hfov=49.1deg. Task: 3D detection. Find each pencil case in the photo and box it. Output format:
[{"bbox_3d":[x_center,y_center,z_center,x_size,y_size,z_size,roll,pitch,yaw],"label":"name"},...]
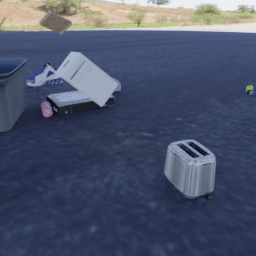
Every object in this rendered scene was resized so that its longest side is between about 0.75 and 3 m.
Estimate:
[{"bbox_3d":[-2.843,-0.670,9.803,0.367,0.367,0.840,-8,24,-17],"label":"pencil case"}]

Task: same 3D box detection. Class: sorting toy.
[{"bbox_3d":[-2.996,-4.378,11.613,1.054,0.192,0.976,17,-28,-40],"label":"sorting toy"}]

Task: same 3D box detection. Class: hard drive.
[{"bbox_3d":[-1.800,-1.056,10.624,2.199,0.416,1.536,-12,27,-28],"label":"hard drive"}]

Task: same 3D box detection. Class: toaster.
[{"bbox_3d":[1.284,0.816,5.753,0.758,0.862,1.334,-9,25,-18],"label":"toaster"}]

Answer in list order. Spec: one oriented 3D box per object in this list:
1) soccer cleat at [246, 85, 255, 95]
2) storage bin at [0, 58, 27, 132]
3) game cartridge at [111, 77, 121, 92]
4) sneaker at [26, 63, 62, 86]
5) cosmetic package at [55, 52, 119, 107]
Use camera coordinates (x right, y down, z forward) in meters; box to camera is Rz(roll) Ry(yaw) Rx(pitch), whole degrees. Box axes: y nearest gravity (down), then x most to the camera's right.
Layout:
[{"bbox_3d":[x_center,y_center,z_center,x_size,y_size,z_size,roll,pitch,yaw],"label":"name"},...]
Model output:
[{"bbox_3d":[5.266,-1.651,12.138,0.377,0.291,0.900,-3,23,6],"label":"soccer cleat"},{"bbox_3d":[-4.299,-1.075,8.881,1.982,1.829,2.723,-2,23,-6],"label":"storage bin"},{"bbox_3d":[-1.024,-2.006,12.904,1.217,0.374,1.829,-11,26,-16],"label":"game cartridge"},{"bbox_3d":[-4.037,-2.591,13.404,1.720,0.993,0.695,-14,26,-29],"label":"sneaker"},{"bbox_3d":[-0.822,-0.981,5.517,0.945,0.581,0.942,38,0,-27],"label":"cosmetic package"}]
